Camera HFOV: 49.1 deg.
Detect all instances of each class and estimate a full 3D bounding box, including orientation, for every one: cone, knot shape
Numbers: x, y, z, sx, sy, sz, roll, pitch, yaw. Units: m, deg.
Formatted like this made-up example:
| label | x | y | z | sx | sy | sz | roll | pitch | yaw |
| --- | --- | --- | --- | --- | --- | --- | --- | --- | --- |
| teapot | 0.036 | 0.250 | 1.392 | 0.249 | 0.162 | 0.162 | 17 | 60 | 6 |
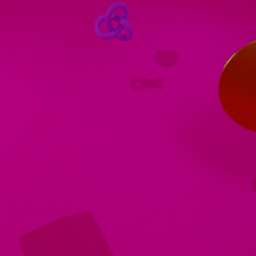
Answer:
| label | x | y | z | sx | sy | sz | roll | pitch | yaw |
| --- | --- | --- | --- | --- | --- | --- | --- | --- | --- |
| cone | 2.599 | -1.003 | 5.146 | 1.644 | 1.644 | 1.650 | 19 | 34 | 14 |
| knot shape | -0.292 | -2.778 | 7.658 | 1.017 | 1.087 | 0.502 | 38 | 26 | -24 |
